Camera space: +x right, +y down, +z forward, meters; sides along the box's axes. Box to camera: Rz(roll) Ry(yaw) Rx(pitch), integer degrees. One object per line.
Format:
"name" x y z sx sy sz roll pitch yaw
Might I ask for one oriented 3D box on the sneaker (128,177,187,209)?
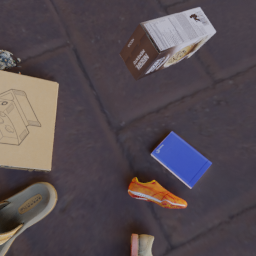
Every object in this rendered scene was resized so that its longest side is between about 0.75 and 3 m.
"sneaker" 0.802 1.700 7.351 1.580 0.577 0.610 19 65 7

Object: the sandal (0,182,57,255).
"sandal" -3.118 2.398 6.898 2.997 0.809 1.204 -39 72 -16

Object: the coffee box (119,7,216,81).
"coffee box" 0.742 -1.584 5.229 1.587 0.897 0.634 -29 84 -32

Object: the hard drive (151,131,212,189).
"hard drive" 1.504 0.874 7.923 1.438 0.182 0.948 40 72 16

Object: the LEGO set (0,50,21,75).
"LEGO set" -3.929 -2.003 9.058 1.620 0.459 1.052 40 71 16

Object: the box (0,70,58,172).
"box" -3.230 -0.260 7.842 2.315 0.301 2.832 10 64 -25

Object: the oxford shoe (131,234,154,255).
"oxford shoe" 0.409 3.401 6.571 0.643 0.617 1.743 -1 66 -3
